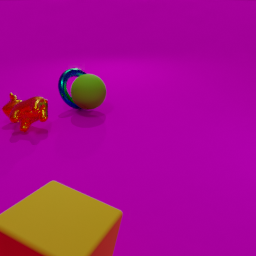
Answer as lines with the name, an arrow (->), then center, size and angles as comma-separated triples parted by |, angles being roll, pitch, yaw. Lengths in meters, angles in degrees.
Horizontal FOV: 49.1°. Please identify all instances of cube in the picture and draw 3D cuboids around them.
cube -> -0.915, 1.595, 3.584 | 1.174, 1.174, 1.174 | 19, 20, 17

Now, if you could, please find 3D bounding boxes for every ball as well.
ball -> -1.323, -1.213, 9.421 | 1.187, 1.187, 1.187 | 0, 27, 0

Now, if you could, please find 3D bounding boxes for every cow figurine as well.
cow figurine -> -3.162, -0.618, 8.711 | 1.592, 0.874, 1.567 | -24, 41, 10

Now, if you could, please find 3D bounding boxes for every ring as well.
ring -> -1.811, -1.403, 10.029 | 0.301, 1.504, 1.504 | -13, 11, 47
